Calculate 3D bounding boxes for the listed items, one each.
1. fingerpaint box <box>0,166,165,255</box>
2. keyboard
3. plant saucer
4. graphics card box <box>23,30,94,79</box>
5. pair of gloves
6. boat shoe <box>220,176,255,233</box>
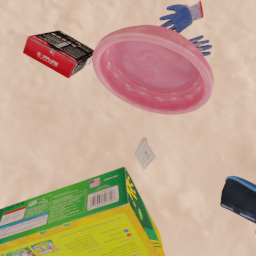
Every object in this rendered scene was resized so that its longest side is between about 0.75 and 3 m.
[{"bbox_3d":[-0.809,2.078,5.198,2.533,2.113,0.929,-20,33,8],"label":"fingerpaint box"},{"bbox_3d":[0.312,0.543,5.551,0.081,1.510,0.425,-23,77,-11],"label":"keyboard"},{"bbox_3d":[0.510,-1.147,5.614,2.435,2.435,0.617,19,67,5],"label":"plant saucer"},{"bbox_3d":[-1.422,-1.671,6.146,1.045,1.667,0.424,28,115,-5],"label":"graphics card box"},{"bbox_3d":[1.150,-1.869,5.679,0.148,1.047,1.303,-27,108,-40],"label":"pair of gloves"},{"bbox_3d":[2.885,1.839,5.396,1.095,2.602,0.893,20,97,-24],"label":"boat shoe"}]
